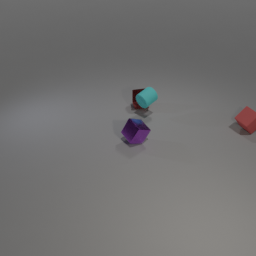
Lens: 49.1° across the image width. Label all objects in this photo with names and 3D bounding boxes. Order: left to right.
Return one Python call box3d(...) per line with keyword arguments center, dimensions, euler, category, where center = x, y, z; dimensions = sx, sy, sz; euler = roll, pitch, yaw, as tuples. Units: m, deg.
box3d(center=(0.298, 0.126, 10.776), dimensions=(0.700, 0.700, 0.700), euler=(4, 36, -46), category="cube")
box3d(center=(0.612, -1.377, 13.273), dimensions=(0.700, 0.700, 0.700), euler=(-5, 65, 11), category="cube")
box3d(center=(0.823, -1.333, 12.260), dimensions=(0.700, 0.700, 0.700), euler=(-38, 46, -24), category="cylinder")
box3d(center=(4.941, -0.323, 11.435), dimensions=(0.700, 0.700, 0.700), euler=(-46, 44, 8), category="cube")
